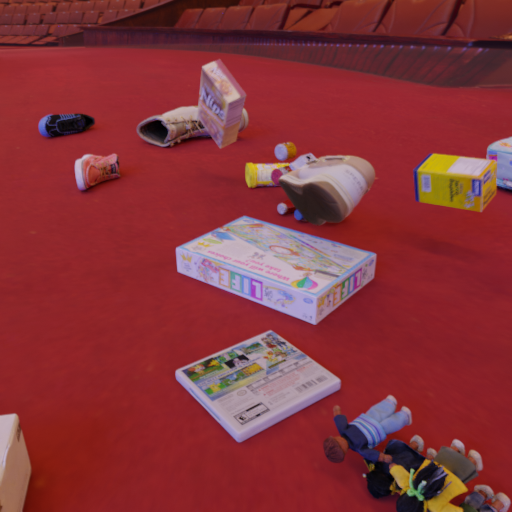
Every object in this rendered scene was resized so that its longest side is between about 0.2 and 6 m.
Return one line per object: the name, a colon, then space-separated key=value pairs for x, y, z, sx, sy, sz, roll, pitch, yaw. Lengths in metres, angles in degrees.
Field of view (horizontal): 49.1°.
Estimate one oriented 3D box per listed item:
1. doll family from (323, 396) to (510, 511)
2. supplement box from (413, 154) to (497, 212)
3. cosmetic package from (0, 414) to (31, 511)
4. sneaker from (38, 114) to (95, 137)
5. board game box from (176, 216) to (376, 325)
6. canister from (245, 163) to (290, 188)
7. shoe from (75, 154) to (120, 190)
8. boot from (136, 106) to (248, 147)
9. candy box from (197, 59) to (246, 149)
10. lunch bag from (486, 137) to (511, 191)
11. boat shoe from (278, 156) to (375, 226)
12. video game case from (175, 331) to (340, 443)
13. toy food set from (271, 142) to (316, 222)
doll family: x=1.259 y=1.812 z=4.704 sx=0.935 sy=0.635 sz=1.618 roll=-22 pitch=28 yaw=-31
supplement box: x=3.022 y=-1.127 z=8.529 sx=1.064 sy=0.583 sz=0.579 roll=16 pitch=44 yaw=39
cosmetic package: x=-2.776 y=1.902 z=4.325 sx=1.785 sy=0.724 sz=1.007 roll=-3 pitch=26 yaw=-9
sneaker: x=-5.601 y=-3.938 z=16.671 sx=0.712 sy=0.641 sz=1.828 roll=3 pitch=23 yaw=25
board game box: x=0.280 y=0.105 z=8.417 sx=2.502 sy=0.428 sz=1.682 roll=19 pitch=31 yaw=34
canister: x=0.301 y=-1.798 z=12.434 sx=0.995 sy=0.431 sz=0.739 roll=-2 pitch=26 yaw=-8
shoe: x=-3.498 y=-1.923 z=12.471 sx=0.782 sy=0.614 sz=1.719 roll=-5 pitch=23 yaw=-4
boot: x=-1.766 y=-3.662 z=15.728 sx=2.677 sy=0.965 sz=2.071 roll=7 pitch=25 yaw=28
candy box: x=-0.725 y=-3.012 z=11.271 sx=0.453 sy=1.637 sz=0.945 roll=-31 pitch=77 yaw=-18
lunch bag: x=6.289 y=-1.935 z=12.118 sx=2.436 sy=0.939 sz=1.954 roll=-17 pitch=33 yaw=-31
boat shoe: x=1.026 y=-1.007 z=8.227 sx=0.826 sy=0.921 sz=2.490 roll=-39 pitch=16 yaw=-5
video game case: x=0.010 y=1.356 z=6.124 sx=1.359 sy=0.150 sz=1.239 roll=-18 pitch=31 yaw=-32
toy food set: x=0.787 y=-1.294 z=10.641 sx=0.865 sy=0.917 sz=1.921 roll=-22 pitch=64 yaw=-38
